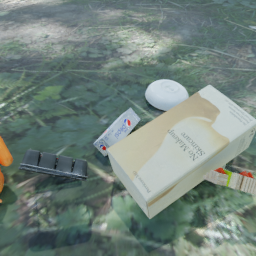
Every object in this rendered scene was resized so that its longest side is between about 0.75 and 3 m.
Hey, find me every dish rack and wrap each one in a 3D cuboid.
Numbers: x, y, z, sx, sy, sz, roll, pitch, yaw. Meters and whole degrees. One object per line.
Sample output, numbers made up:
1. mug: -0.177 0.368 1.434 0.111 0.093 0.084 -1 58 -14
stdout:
1. dish rack: -1.516 0.810 5.841 1.267 1.652 0.451 14 75 -13

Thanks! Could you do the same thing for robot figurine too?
1. robot figurine: -3.398 0.807 5.839 1.509 1.224 2.098 -10 64 -50

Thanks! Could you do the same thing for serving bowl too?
1. serving bowl: 1.273 -1.135 8.894 1.399 0.460 1.399 5 43 -5

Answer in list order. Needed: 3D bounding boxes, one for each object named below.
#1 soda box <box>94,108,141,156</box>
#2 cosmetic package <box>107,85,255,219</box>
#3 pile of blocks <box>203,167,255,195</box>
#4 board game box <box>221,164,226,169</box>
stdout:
1. soda box: -0.266 0.087 7.424 0.456 0.491 1.438 48 47 -8
2. cosmetic package: 1.168 0.437 6.144 2.907 1.033 1.529 -33 56 -16
3. pile of blocks: 2.062 0.955 5.309 1.220 0.379 0.501 17 0 -6
4. board game box: 1.870 0.290 7.280 1.616 0.519 1.192 19 45 20
